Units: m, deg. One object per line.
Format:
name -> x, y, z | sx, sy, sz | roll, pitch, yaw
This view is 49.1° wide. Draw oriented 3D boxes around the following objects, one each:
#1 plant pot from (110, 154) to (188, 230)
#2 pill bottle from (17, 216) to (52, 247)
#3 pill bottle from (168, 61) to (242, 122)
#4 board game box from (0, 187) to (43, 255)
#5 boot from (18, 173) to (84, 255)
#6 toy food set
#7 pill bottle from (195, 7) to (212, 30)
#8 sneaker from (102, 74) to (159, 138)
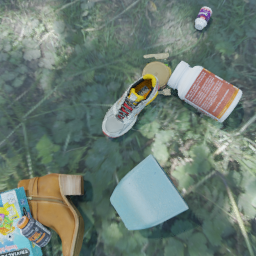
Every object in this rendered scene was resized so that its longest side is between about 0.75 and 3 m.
plant pot -> 0.577, 2.269, 9.308 | 1.990, 1.948, 1.954 | -35, 77, 3
pill bottle -> -2.817, 3.056, 8.343 | 0.541, 0.541, 1.018 | -45, 116, -11
pill bottle -> 2.807, -1.423, 10.484 | 2.487, 1.395, 1.395 | 33, 77, 8
board game box -> -4.020, 3.308, 9.161 | 1.783, 0.554, 2.362 | -17, 89, 10
boot -> -2.681, 2.993, 9.407 | 2.285, 1.129, 2.943 | -4, 74, 1
toy food set -> 1.164, -2.119, 11.271 | 1.165, 0.339, 1.688 | -2, 86, 5
pill bottle -> 3.157, -4.612, 11.807 | 0.499, 0.499, 0.887 | 25, 76, 6
sneaker -> 0.038, -0.915, 10.412 | 1.131, 1.193, 2.905 | 37, 84, 9
